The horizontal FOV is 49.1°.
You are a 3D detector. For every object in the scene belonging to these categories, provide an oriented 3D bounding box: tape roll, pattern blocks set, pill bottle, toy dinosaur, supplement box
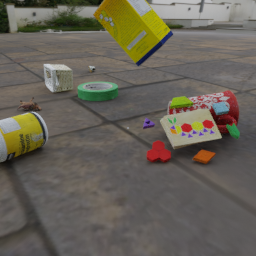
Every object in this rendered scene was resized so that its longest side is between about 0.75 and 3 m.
[{"bbox_3d":[-1.228,-1.523,11.472,1.643,0.395,1.643,1,23,0],"label":"tape roll"},{"bbox_3d":[1.539,0.008,7.005,2.317,0.188,2.036,-3,53,0],"label":"pattern blocks set"},{"bbox_3d":[-2.813,0.249,6.594,0.923,0.923,1.649,19,30,38],"label":"pill bottle"},{"bbox_3d":[-3.492,-0.778,9.809,0.829,0.356,0.562,-14,33,-18],"label":"toy dinosaur"},{"bbox_3d":[0.227,-3.813,10.331,1.378,2.516,1.369,-35,12,40],"label":"supplement box"}]

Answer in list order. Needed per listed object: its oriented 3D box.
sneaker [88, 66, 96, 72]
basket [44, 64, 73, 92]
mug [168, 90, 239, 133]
[{"bbox_3d":[-2.029,-3.388,15.961,0.376,0.325,0.859,-5,24,-12],"label":"sneaker"},{"bbox_3d":[-3.077,-2.247,12.389,0.931,1.023,1.510,-10,25,-26],"label":"basket"},{"bbox_3d":[2.099,-0.413,7.806,1.721,1.148,1.528,-6,2,-5],"label":"mug"}]
